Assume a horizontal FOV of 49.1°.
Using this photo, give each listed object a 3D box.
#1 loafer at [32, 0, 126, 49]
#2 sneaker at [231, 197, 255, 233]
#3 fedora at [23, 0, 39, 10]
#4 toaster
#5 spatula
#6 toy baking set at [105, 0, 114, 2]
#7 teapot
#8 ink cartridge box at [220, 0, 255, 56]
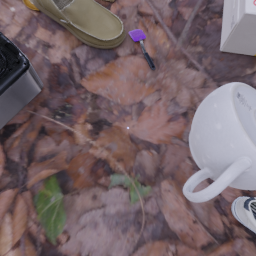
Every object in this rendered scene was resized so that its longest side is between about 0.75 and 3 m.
[{"bbox_3d":[-1.383,-3.243,7.855,2.933,0.989,1.115,26,77,-6],"label":"loafer"},{"bbox_3d":[3.645,2.501,6.558,2.496,0.884,0.911,30,77,8],"label":"sneaker"},{"bbox_3d":[-2.673,-4.199,8.519,1.240,0.506,1.240,0,75,-1],"label":"fedora"},{"bbox_3d":[-3.786,-1.433,7.260,2.333,1.531,2.580,41,79,10],"label":"toaster"},{"bbox_3d":[0.477,-2.310,8.201,0.413,0.150,1.462,-21,78,-10],"label":"spatula"},{"bbox_3d":[-0.951,-4.971,8.839,1.776,0.269,2.314,-8,75,-2],"label":"toy baking set"},{"bbox_3d":[1.497,0.251,4.158,1.685,1.231,1.663,13,54,-35],"label":"teapot"},{"bbox_3d":[4.080,-3.166,7.519,2.613,1.890,1.924,8,75,2],"label":"ink cartridge box"}]
